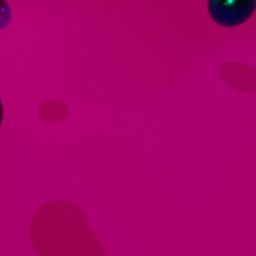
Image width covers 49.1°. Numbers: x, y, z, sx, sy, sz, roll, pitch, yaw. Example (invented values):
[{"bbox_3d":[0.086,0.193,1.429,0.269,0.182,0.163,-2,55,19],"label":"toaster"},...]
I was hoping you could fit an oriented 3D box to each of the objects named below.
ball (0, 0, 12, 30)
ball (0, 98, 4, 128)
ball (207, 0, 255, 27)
[{"bbox_3d":[-3.192,-2.729,6.587,0.849,0.849,0.849,0,55,0],"label":"ball"},{"bbox_3d":[-2.668,-0.253,4.460,1.265,1.265,1.265,0,55,0],"label":"ball"},{"bbox_3d":[2.853,-3.461,7.673,1.329,1.329,1.329,0,55,0],"label":"ball"}]
